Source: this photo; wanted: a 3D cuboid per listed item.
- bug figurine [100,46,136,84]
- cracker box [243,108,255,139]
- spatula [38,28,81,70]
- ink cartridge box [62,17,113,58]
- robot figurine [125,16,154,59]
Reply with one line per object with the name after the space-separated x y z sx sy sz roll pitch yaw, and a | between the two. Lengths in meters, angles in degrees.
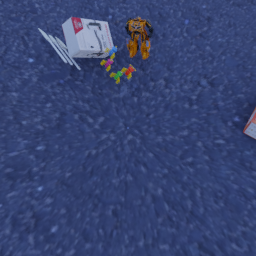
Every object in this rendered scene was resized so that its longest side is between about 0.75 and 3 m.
-0.360 -2.085 9.302 1.227 0.952 0.316 50 44 -6 | bug figurine
5.147 -0.017 8.549 2.587 0.746 1.733 30 64 15 | cracker box
-2.322 -2.747 9.814 0.138 1.194 1.717 -43 71 12 | spatula
-1.330 -3.081 9.663 1.579 0.654 1.159 -14 89 -45 | ink cartridge box
0.370 -3.119 9.675 1.033 1.425 0.415 12 45 19 | robot figurine
